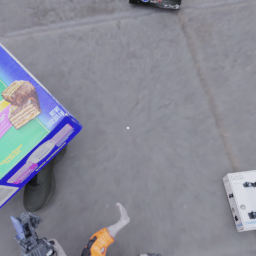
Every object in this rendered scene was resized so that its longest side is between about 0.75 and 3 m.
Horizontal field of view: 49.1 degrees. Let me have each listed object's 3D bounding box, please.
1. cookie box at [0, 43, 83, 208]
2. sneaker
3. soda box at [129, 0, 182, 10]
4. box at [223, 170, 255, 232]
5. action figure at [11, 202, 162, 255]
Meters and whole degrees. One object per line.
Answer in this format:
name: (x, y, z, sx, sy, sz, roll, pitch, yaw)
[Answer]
cookie box: (-2.851, -0.235, 5.728, 2.891, 1.086, 2.473, 43, 83, 16)
sneaker: (-2.018, 0.885, 6.315, 0.734, 0.877, 1.932, 1, 66, 17)
soda box: (0.832, -3.989, 8.357, 1.581, 0.560, 0.501, 10, 56, 6)
box: (2.672, 1.620, 6.277, 0.721, 0.372, 1.236, -6, 63, -3)
action figure: (-0.876, 2.514, 4.798, 2.696, 2.787, 1.458, -32, 35, -26)
